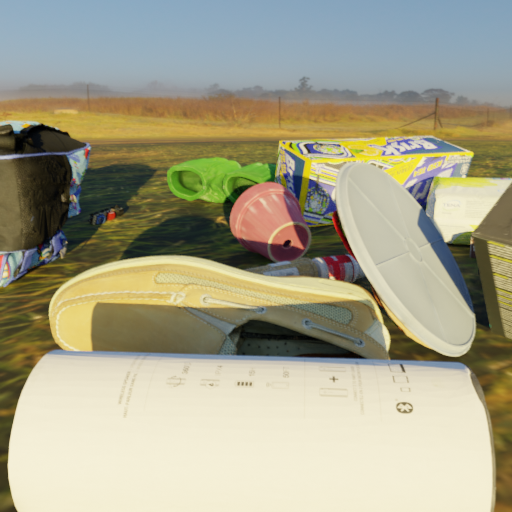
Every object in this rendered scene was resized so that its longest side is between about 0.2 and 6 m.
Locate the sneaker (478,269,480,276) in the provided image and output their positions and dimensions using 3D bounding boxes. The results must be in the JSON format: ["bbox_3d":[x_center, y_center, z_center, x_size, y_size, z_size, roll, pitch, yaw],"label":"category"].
[{"bbox_3d":[4.119,0.083,7.692,1.976,0.818,0.709,5,16,18],"label":"sneaker"}]

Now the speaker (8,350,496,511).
[{"bbox_3d":[-0.047,1.110,3.389,2.591,1.052,1.052,1,15,4],"label":"speaker"}]

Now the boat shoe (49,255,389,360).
[{"bbox_3d":[-0.357,0.709,5.034,3.167,1.135,1.206,0,26,0],"label":"boat shoe"}]

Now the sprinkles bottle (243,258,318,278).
[{"bbox_3d":[0.161,0.346,7.388,1.391,0.475,0.475,-9,18,-33],"label":"sprinkles bottle"}]

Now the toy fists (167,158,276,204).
[{"bbox_3d":[-0.593,-1.884,14.586,3.370,1.159,1.718,11,25,31],"label":"toy fists"}]

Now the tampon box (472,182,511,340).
[{"bbox_3d":[2.936,0.066,5.494,0.978,1.549,1.161,22,61,44],"label":"tampon box"}]

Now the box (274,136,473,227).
[{"bbox_3d":[2.703,-1.787,12.866,4.509,1.580,1.450,-8,30,-27],"label":"box"}]

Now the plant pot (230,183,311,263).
[{"bbox_3d":[0.322,-0.454,9.277,1.225,1.225,1.096,-7,32,-24],"label":"plant pot"}]

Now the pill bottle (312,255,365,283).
[{"bbox_3d":[1.165,0.209,7.992,0.761,0.427,0.427,-6,16,-24],"label":"pill bottle"}]

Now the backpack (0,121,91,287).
[{"bbox_3d":[-4.283,-1.017,8.930,3.109,2.291,3.406,1,16,5],"label":"backpack"}]

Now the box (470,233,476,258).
[{"bbox_3d":[4.159,-0.150,9.468,1.017,0.381,0.509,4,15,21],"label":"box"}]

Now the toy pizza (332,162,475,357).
[{"bbox_3d":[1.561,0.023,6.059,0.372,2.347,2.347,-35,-6,32],"label":"toy pizza"}]

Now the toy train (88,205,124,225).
[{"bbox_3d":[-3.354,-0.912,12.625,0.320,0.238,1.395,18,18,9],"label":"toy train"}]

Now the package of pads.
[{"bbox_3d":[4.601,-0.959,11.208,2.318,1.023,3.000,4,15,16],"label":"package of pads"}]
